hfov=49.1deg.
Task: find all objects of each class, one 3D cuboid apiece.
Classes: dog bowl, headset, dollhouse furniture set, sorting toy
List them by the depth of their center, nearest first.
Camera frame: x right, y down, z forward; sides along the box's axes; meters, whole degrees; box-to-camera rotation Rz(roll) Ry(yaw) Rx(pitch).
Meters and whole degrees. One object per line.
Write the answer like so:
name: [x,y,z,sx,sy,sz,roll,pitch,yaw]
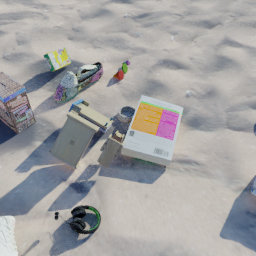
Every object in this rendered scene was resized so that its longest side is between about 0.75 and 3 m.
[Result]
headset: [-1.476,2.660,8.304,1.374,0.646,0.849,5,45,-11]
dollhouse furniture set: [-1.376,0.327,10.564,2.376,1.643,2.517,30,18,-2]
dog bowl: [-0.024,-0.596,11.618,0.823,0.241,0.823,0,48,0]
sorting toy: [-0.342,-2.841,13.676,0.472,0.476,1.372,-2,44,31]

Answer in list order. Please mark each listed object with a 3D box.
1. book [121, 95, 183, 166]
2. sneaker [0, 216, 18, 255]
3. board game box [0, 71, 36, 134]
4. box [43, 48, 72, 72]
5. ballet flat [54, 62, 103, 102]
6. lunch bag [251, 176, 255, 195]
book: [1.009,0.035,10.697,1.818,0.654,2.721,14,50,10]
sneaker: [-3.519,3.077,7.685,2.708,1.055,1.345,28,50,22]
board game box: [-4.569,-0.972,10.860,1.479,1.855,0.898,32,54,27]
box: [-3.339,-3.333,13.501,0.350,0.848,1.445,-10,21,33]
ballet flat: [-2.220,-2.237,12.616,0.967,0.996,2.798,39,58,23]
lunch bag: [4.647,1.886,8.854,1.246,0.934,1.469,24,41,19]
